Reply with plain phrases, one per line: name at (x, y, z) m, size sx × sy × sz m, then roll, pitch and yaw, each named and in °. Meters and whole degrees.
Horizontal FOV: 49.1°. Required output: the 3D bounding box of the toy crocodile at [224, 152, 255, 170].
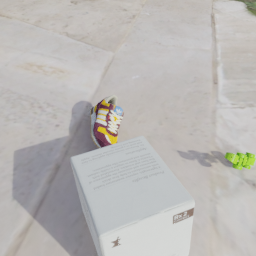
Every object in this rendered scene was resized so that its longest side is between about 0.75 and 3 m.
toy crocodile at (2.872, 0.801, 7.078) m, size 1.219 × 0.411 × 0.376 m, roll 6°, pitch 13°, yaw -41°

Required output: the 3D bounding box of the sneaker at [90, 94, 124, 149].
sneaker at (-0.528, -0.177, 7.893) m, size 0.909 × 0.756 × 2.016 m, roll -39°, pitch 42°, yaw 20°

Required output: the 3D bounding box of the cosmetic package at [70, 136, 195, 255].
cosmetic package at (0.013, 1.524, 5.491) m, size 1.670 × 1.671 × 2.026 m, roll -16°, pitch 37°, yaw -15°
